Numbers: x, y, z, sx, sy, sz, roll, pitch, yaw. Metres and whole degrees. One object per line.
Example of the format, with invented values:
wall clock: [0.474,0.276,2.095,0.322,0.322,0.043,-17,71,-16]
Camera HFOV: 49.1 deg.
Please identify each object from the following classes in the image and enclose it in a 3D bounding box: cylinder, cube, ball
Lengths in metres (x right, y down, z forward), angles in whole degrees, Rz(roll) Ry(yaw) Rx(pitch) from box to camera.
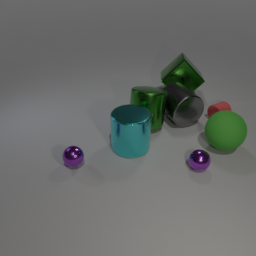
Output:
cylinder: [0.098,0.094,9.836,1.400,1.400,1.400,0,33,0]
cylinder: [2.142,-0.964,11.470,1.400,1.400,1.400,-12,35,-18]
cylinder: [0.765,-0.823,11.010,1.400,1.400,1.400,5,19,-2]
cylinder: [3.814,-0.703,11.702,0.700,0.700,0.700,-19,37,-29]
cube: [2.489,-2.374,12.988,1.400,1.400,1.400,43,24,-15]
ball: [-1.780,0.920,9.113,0.700,0.700,0.700,0,33,0]
ball: [2.307,1.041,9.038,0.700,0.700,0.700,0,33,0]
ball: [3.401,0.088,9.767,1.400,1.400,1.400,0,33,0]
